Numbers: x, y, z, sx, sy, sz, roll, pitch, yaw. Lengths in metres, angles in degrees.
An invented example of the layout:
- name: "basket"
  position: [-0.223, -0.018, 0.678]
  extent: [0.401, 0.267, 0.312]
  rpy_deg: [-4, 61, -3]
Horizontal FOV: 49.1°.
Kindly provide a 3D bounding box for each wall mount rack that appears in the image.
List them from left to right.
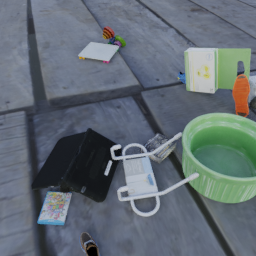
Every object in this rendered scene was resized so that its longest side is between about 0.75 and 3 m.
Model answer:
- name: "wall mount rack"
  position: [0.740, 1.227, 8.711]
  extent: [2.364, 1.015, 2.721]
  rpy_deg: [-9, 49, -4]

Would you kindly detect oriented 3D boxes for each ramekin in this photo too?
- name: "ramekin"
  position: [3.090, 0.942, 8.891]
  extent: [2.882, 1.408, 2.882]
  rpy_deg: [0, 41, 0]

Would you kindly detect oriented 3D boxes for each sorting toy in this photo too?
- name: "sorting toy"
  position: [-0.900, -5.089, 16.162]
  extent: [1.583, 0.951, 0.650]
  rpy_deg: [41, 81, -7]

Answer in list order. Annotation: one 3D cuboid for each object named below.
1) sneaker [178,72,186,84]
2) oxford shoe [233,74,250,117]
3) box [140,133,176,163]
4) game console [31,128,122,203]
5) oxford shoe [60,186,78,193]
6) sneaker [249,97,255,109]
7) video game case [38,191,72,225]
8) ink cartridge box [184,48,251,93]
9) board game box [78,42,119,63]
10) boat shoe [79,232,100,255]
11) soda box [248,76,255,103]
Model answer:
- name: "sneaker"
  position: [2.737, -2.408, 13.493]
  extent: [0.307, 0.365, 0.931]
  rpy_deg: [-21, 47, -25]
- name: "oxford shoe"
  position: [4.564, -1.342, 11.292]
  extent: [0.630, 1.768, 0.645]
  rpy_deg: [3, 28, 23]
- name: "box"
  position: [1.090, 0.699, 10.039]
  extent: [0.854, 0.261, 1.079]
  rpy_deg: [29, 49, 29]
- name: "game console"
  position: [-1.623, 1.300, 9.391]
  extent: [2.127, 1.408, 2.418]
  rpy_deg: [31, 42, -11]
- name: "oxford shoe"
  position: [-1.657, 1.805, 8.757]
  extent: [0.903, 0.328, 0.381]
  rpy_deg: [4, 22, -9]
- name: "sneaker"
  position: [6.187, -0.790, 11.344]
  extent: [2.316, 0.770, 1.048]
  rpy_deg: [8, 40, 7]
- name: "video game case"
  position: [-2.152, 2.354, 8.295]
  extent: [0.756, 0.094, 1.056]
  rpy_deg: [3, 42, 2]
- name: "ink cartridge box"
  position: [3.755, -2.430, 11.955]
  extent: [2.580, 1.878, 0.619]
  rpy_deg: [12, 37, 33]
- name: "board game box"
  position: [-1.603, -4.218, 15.634]
  extent: [1.780, 0.230, 1.780]
  rpy_deg: [12, 42, 13]
- name: "boat shoe"
  position: [-0.943, 3.094, 7.224]
  extent: [0.400, 0.401, 1.108]
  rpy_deg: [-23, 46, -24]
- name: "soda box"
  position: [6.574, -1.803, 12.345]
  extent: [2.812, 0.958, 0.895]
  rpy_deg: [-8, 42, -9]
